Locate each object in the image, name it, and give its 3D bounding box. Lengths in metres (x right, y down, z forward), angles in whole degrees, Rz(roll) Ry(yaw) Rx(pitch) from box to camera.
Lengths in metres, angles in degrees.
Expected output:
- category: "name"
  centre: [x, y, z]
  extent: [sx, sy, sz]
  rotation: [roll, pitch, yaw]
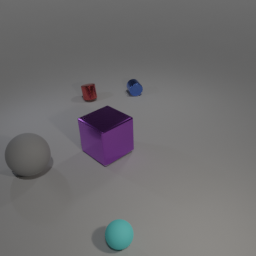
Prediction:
- category: "cylinder"
  centre: [0.340, -2.098, 14.515]
  extent: [0.700, 0.700, 0.700]
  rotation: [-8, 33, -13]
- category: "ball"
  centre: [-3.234, 0.855, 9.079]
  extent: [1.400, 1.400, 1.400]
  rotation: [0, 32, 0]
- category: "cylinder"
  centre: [-1.930, -1.802, 13.907]
  extent: [0.700, 0.700, 0.700]
  rotation: [-8, 20, 3]
- category: "cube"
  centre: [-0.765, 0.232, 10.010]
  extent: [1.400, 1.400, 1.400]
  rotation: [-28, 40, -35]
- category: "ball"
  centre: [-0.213, 2.598, 6.850]
  extent: [0.700, 0.700, 0.700]
  rotation: [0, 32, 0]
